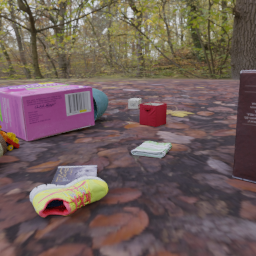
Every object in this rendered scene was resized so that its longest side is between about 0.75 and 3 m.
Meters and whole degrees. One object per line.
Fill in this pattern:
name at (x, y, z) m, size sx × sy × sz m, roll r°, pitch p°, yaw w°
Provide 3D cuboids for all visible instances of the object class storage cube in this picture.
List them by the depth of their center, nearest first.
storage cube at (0.949, -0.531, 10.638) m, size 0.768 × 0.808 × 0.898 m, roll 10°, pitch 17°, yaw 36°

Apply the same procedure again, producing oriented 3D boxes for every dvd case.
dvd case at (-1.038, 0.967, 5.550) m, size 0.832 × 0.089 × 1.119 m, roll -1°, pitch 12°, yaw -5°

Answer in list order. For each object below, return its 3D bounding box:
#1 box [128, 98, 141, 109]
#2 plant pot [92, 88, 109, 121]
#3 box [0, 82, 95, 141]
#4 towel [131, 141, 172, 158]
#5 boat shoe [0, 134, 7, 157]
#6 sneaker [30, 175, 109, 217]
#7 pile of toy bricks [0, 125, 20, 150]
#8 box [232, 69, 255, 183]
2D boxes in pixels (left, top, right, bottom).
box at (0.363, -1.305, 14.874) m, size 0.550 × 0.469 × 0.860 m, roll 3°, pitch 13°, yaw 14°
plant pot at (-1.318, -1.021, 11.242) m, size 1.351 × 1.351 × 0.910 m, roll 12°, pitch 28°, yaw 44°
box at (-3.058, -0.735, 9.826) m, size 2.540 × 1.396 × 2.888 m, roll -16°, pitch 20°, yaw -42°
towel at (0.649, 0.522, 7.369) m, size 0.837 × 0.172 × 1.121 m, roll 6°, pitch 13°, yaw 20°
boat shoe at (-3.931, 0.455, 6.117) m, size 2.488 × 0.919 × 0.920 m, roll -3°, pitch 30°, yaw 22°
sneaker at (-0.846, 1.105, 4.286) m, size 1.207 × 0.472 × 0.545 m, roll -9°, pitch 25°, yaw -20°
pile of toy bricks at (-3.624, -0.330, 6.905) m, size 1.270 × 1.130 × 2.290 m, roll 6°, pitch -22°, yaw 20°
box at (3.258, -0.079, 5.485) m, size 1.764 × 2.148 × 1.782 m, roll 9°, pitch 15°, yaw 37°
